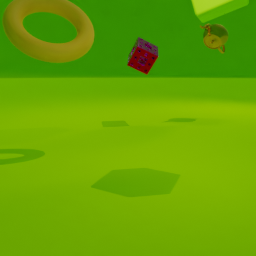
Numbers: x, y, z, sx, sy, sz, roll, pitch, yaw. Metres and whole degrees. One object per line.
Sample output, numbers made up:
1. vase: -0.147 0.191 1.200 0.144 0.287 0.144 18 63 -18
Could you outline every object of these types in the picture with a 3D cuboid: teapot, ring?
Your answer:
1. teapot: 3.049 -3.235 9.976 1.437 0.704 0.894 42 -26 -24
2. ring: -1.578 -2.066 5.720 1.806 1.806 0.361 -5 -28 -25

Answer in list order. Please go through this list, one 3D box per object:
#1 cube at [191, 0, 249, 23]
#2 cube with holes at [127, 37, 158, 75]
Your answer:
1. cube: 1.434 -2.305 4.533 0.810 0.810 0.810 -16 5 24
2. cube with holes: 0.491 -2.388 9.278 0.751 0.751 0.751 23 38 -14
